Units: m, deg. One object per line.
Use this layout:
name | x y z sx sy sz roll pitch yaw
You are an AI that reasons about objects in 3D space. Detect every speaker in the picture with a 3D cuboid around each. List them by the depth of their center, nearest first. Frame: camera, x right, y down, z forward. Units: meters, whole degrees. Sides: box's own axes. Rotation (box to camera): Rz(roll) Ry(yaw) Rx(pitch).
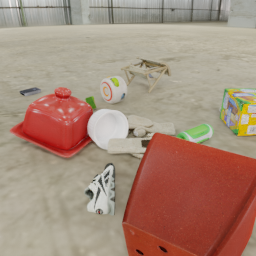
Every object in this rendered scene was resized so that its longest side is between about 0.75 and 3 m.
speaker | 2.471 0.275 10.263 1.440 0.637 0.637 -18 31 -32

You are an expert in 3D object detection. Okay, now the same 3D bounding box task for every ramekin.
ramekin | -0.748 0.000 9.988 1.420 1.420 0.692 -16 24 -30

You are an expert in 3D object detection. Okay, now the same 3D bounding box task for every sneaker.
sneaker | -0.746 1.544 7.570 0.832 0.697 1.880 2 26 -2

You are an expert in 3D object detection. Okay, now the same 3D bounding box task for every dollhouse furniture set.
dollhouse furniture set | -2.136 -1.059 13.394 1.179 0.592 0.772 -19 6 -1

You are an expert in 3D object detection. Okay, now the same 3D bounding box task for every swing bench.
swing bench | 1.045 -3.240 16.039 1.989 1.290 1.978 -41 42 -24

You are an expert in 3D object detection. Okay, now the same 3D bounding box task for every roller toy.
roller toy | -0.686 -1.909 13.936 0.983 1.283 1.407 -21 20 -34

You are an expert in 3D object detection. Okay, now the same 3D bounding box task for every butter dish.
butter dish | -2.404 -0.526 10.025 2.609 1.934 2.617 22 29 15

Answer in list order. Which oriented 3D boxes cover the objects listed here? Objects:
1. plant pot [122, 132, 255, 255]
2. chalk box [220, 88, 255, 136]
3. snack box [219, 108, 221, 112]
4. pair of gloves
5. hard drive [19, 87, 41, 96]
plant pot | 1.123 1.812 5.505 2.331 2.328 2.054 16 42 29
chalk box | 4.761 -0.804 11.532 1.428 1.421 2.296 -2 27 -5
snack box | 5.098 -0.895 13.116 1.577 0.192 0.567 -10 28 -20
pair of gloves | 0.583 0.217 10.386 2.373 0.489 2.791 7 26 7
hard drive | -5.332 -1.983 15.316 0.676 0.212 1.002 23 34 39
